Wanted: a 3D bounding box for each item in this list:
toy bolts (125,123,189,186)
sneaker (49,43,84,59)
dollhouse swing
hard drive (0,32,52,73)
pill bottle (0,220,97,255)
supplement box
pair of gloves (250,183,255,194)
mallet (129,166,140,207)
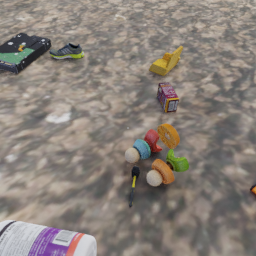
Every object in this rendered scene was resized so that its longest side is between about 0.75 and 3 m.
[{"bbox_3d":[0.653,0.681,7.988,1.181,1.626,1.702,-32,34,-20],"label":"toy bolts"},{"bbox_3d":[-2.824,-3.580,12.837,1.573,0.637,0.581,-4,44,-4],"label":"sneaker"},{"bbox_3d":[1.621,-3.024,11.975,1.092,1.056,1.201,28,51,25],"label":"dollhouse swing"},{"bbox_3d":[-4.985,-3.497,12.859,1.806,0.489,2.585,16,46,16],"label":"hard drive"},{"bbox_3d":[-2.111,2.747,5.729,2.675,1.490,1.490,7,45,8],"label":"pill bottle"},{"bbox_3d":[1.461,-1.147,10.358,0.459,0.592,1.072,-7,45,-12],"label":"supplement box"},{"bbox_3d":[5.105,1.838,7.488,2.871,0.355,2.558,-24,49,-24],"label":"pair of gloves"},{"bbox_3d":[0.150,1.649,7.813,0.237,0.379,1.150,8,60,4],"label":"mallet"}]
